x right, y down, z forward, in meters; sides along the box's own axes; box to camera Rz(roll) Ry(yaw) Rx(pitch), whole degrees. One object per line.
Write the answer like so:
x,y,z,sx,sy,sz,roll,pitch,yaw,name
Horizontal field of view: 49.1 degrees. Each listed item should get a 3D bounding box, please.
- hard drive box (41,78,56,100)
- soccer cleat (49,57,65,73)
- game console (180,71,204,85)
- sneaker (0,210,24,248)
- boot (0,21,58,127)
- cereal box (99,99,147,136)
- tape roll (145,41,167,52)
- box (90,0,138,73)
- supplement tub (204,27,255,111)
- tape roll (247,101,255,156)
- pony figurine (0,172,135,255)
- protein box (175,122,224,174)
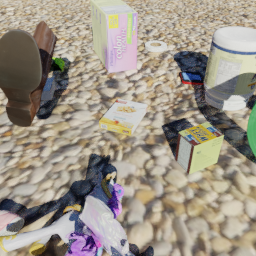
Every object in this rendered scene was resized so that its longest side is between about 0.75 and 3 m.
-3.061,-1.402,10.003,0.769,0.379,0.986,-2,37,-2,hard drive box
-3.481,-2.589,11.482,1.712,0.578,0.694,-1,51,-1,soccer cleat
2.502,-1.975,10.969,0.844,0.148,0.954,1,37,2,game console
-2.634,2.021,5.403,0.585,0.421,1.120,23,37,24,sneaker
-2.093,-1.790,6.326,0.886,2.572,2.759,16,50,-12,boot
-0.114,-0.377,8.705,1.050,0.288,1.460,13,39,17,cereal box
1.351,-3.960,13.574,1.073,0.196,1.073,1,37,0,tape roll
-0.626,-4.003,11.856,1.268,2.307,2.623,-11,38,-15,box
3.393,-1.903,9.056,1.671,2.305,1.671,0,37,0,supplement tub
4.151,0.027,5.966,2.919,2.919,0.701,20,40,24,tape roll
-0.733,1.888,4.704,2.398,1.997,2.315,-34,37,-16,pony figurine
1.762,0.496,7.012,0.917,0.924,0.624,-18,40,-22,protein box
